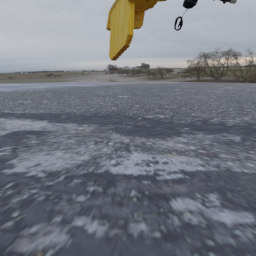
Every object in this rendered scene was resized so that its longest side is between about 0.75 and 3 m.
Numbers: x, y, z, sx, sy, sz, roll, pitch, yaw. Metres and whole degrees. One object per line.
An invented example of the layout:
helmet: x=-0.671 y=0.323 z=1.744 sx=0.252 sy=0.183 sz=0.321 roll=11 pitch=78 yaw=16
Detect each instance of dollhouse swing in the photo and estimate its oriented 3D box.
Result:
dollhouse swing: x=0.412 y=-3.707 z=9.889 sx=2.181 sy=2.110 sz=2.400 roll=-11 pitch=-2 yaw=-22

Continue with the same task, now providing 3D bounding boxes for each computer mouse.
computer mouse: x=2.095 y=-4.318 z=10.242 sx=0.464 sy=1.583 sz=0.269 roll=8 pitch=43 yaw=-25

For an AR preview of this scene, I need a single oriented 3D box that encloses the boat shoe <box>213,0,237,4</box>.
boat shoe: x=2.121 y=-3.375 z=6.389 sx=0.570 sy=0.698 sz=1.889 roll=7 pitch=49 yaw=4
